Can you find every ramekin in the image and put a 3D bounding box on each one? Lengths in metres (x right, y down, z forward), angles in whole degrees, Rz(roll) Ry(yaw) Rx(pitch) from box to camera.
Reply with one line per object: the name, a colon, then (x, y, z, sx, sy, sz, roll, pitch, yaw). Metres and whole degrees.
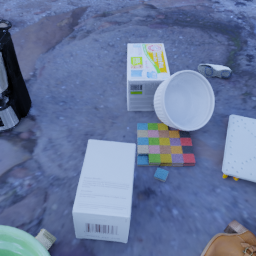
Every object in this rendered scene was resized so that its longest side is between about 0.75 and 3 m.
ramekin: (1.601, -0.778, 8.368, 1.740, 1.740, 0.913, -19, 7, -20)
ramekin: (-2.430, 3.229, 4.518, 2.867, 1.400, 2.867, 0, 43, 0)

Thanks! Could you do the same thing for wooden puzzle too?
wooden puzzle: (1.081, 0.441, 8.377, 1.619, 0.192, 2.729, 0, 43, 0)

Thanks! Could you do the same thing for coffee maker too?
coffee maker: (-3.984, -1.580, 8.749, 1.774, 2.634, 2.530, 18, 47, 17)

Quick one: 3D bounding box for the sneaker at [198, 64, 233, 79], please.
sneaker: (3.449, -2.293, 11.175, 1.347, 0.502, 0.586, 14, 34, 5)

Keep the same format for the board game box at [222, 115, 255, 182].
board game box: (4.041, 0.741, 7.967, 2.490, 0.322, 2.490, 14, 44, 14)

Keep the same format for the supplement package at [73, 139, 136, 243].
supplement package: (-0.489, 1.417, 6.574, 1.194, 1.199, 2.043, 5, 44, 1)

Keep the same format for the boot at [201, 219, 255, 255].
boot: (2.252, 2.657, 5.797, 1.404, 0.517, 1.086, -29, 53, -25)

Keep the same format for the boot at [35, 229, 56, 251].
boot: (-2.094, 2.496, 6.095, 0.889, 0.324, 0.691, 18, 46, 16)

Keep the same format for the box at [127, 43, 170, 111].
box: (0.669, -1.891, 10.058, 1.426, 1.285, 2.535, -1, 43, -1)
